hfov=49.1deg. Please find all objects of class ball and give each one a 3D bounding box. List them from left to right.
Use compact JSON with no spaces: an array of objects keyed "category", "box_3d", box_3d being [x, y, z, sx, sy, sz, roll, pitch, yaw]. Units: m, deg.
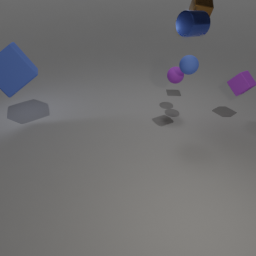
[{"category":"ball","box_3d":[1.979,-2.202,11.671,0.700,0.700,0.700,0,31,0]},{"category":"ball","box_3d":[2.224,-2.302,10.214,0.700,0.700,0.700,0,31,0]}]

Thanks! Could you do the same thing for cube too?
[{"category":"cube","box_3d":[-4.438,-2.245,10.666,1.400,1.400,1.400,-40,26,-1]},{"category":"cube","box_3d":[2.728,-4.478,10.483,0.700,0.700,0.700,7,60,-4]},{"category":"cube","box_3d":[4.568,-1.792,11.230,0.700,0.700,0.700,-21,77,-42]}]

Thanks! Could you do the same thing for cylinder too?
[{"category":"cylinder","box_3d":[1.844,-2.959,7.949,0.700,0.700,0.700,-14,34,-32]}]
